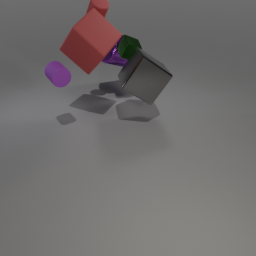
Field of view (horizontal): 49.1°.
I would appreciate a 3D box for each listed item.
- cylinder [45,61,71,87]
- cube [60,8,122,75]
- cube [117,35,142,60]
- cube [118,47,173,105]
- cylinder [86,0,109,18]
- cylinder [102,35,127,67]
[{"bbox_3d":[-2.408,-1.850,9.619,0.700,0.700,0.700,-19,42,-29],"label":"cylinder"},{"bbox_3d":[-1.346,-3.104,10.140,1.400,1.400,1.400,40,55,-14],"label":"cube"},{"bbox_3d":[0.058,-3.309,11.634,0.700,0.700,0.700,11,44,-29],"label":"cube"},{"bbox_3d":[0.612,-2.006,10.759,1.400,1.400,1.400,28,22,-23],"label":"cube"},{"bbox_3d":[-1.116,-4.365,10.300,0.700,0.700,0.700,11,59,-19],"label":"cylinder"},{"bbox_3d":[-0.422,-3.584,12.922,1.400,1.400,1.400,2,24,-39],"label":"cylinder"}]
